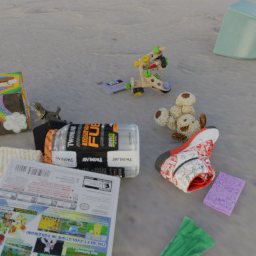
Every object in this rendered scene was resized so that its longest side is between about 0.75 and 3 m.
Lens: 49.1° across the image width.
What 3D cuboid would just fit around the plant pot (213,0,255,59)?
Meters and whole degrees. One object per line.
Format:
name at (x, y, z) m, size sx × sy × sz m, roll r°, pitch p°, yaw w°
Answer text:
plant pot at (6.899, -5.396, 15.823) m, size 2.721 × 2.664 × 2.672 m, roll 27°, pitch 43°, yaw 24°

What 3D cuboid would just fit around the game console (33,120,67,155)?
game console at (-2.549, 0.374, 9.426) m, size 0.995 × 0.658 × 1.131 m, roll 8°, pitch 52°, yaw -40°

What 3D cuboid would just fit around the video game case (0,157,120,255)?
video game case at (-1.589, 1.905, 5.981) m, size 2.657 × 0.292 × 2.422 m, roll 12°, pitch 48°, yaw -6°

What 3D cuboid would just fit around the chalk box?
chalk box at (-5.052, -0.775, 9.986) m, size 2.748 × 1.715 × 1.703 m, roll -8°, pitch 36°, yaw -13°

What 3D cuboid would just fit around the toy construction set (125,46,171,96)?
toy construction set at (0.743, -2.438, 12.534) m, size 1.927 × 2.092 × 2.508 m, roll -13°, pitch 15°, yaw 3°

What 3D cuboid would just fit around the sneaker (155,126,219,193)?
sneaker at (2.191, 0.936, 8.343) m, size 2.598 × 0.868 × 1.393 m, roll -26°, pitch 44°, yaw -27°

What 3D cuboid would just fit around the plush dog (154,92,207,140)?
plush dog at (1.962, -0.215, 9.946) m, size 1.645 × 1.320 × 1.413 m, roll -34°, pitch 56°, yaw 1°

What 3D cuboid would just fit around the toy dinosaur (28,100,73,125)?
toy dinosaur at (-2.680, -0.174, 10.124) m, size 1.005 × 0.756 × 1.965 m, roll -31°, pitch 70°, yaw -38°

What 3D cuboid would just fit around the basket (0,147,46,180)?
basket at (-3.027, 1.335, 7.574) m, size 1.358 × 1.102 × 1.371 m, roll 4°, pitch 34°, yaw 8°

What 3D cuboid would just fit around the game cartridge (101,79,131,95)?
game cartridge at (-0.493, -1.910, 12.875) m, size 1.302 × 0.250 × 0.844 m, roll -20°, pitch 45°, yaw -26°

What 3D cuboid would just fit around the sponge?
sponge at (2.678, 1.766, 7.727) m, size 0.734 × 0.196 × 1.316 m, roll 22°, pitch 41°, yaw 28°

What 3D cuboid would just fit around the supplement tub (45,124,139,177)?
supplement tub at (-0.974, 0.653, 8.106) m, size 2.560 × 1.569 × 1.569 m, roll -1°, pitch 36°, yaw -1°

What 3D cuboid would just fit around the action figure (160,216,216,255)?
action figure at (1.145, 2.752, 6.174) m, size 1.479 × 0.404 × 0.873 m, roll -34°, pitch 49°, yaw -29°
